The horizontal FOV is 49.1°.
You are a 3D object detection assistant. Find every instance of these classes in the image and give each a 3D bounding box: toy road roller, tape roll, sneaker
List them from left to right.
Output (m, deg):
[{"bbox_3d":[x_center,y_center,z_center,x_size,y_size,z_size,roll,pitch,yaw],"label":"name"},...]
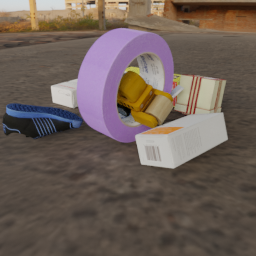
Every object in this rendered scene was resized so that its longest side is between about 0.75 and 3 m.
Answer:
[{"bbox_3d":[-2.264,-0.104,7.529,2.058,0.802,0.722,8,23,-31],"label":"sneaker"},{"bbox_3d":[0.036,-1.061,7.198,0.907,2.765,2.765,25,33,36],"label":"tape roll"},{"bbox_3d":[0.313,-0.786,7.137,1.526,1.114,0.938,25,69,29],"label":"toy road roller"}]

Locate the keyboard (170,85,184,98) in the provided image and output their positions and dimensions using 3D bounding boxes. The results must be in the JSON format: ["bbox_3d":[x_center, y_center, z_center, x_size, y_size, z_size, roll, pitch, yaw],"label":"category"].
[{"bbox_3d":[0.994,-0.689,8.465,1.648,0.088,0.464,-43,16,7],"label":"keyboard"}]

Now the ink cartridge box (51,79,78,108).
[{"bbox_3d":[-1.879,-1.370,10.625,1.207,0.703,1.657,16,27,34],"label":"ink cartridge box"}]

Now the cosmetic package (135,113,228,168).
[{"bbox_3d":[1.287,0.226,6.514,2.038,0.726,1.033,-19,11,-38],"label":"cosmetic package"}]

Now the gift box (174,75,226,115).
[{"bbox_3d":[2.378,-0.953,8.892,1.300,1.315,1.409,19,17,37],"label":"gift box"}]

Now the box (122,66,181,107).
[{"bbox_3d":[0.911,-1.622,10.746,2.875,1.082,0.721,20,36,37],"label":"box"}]
